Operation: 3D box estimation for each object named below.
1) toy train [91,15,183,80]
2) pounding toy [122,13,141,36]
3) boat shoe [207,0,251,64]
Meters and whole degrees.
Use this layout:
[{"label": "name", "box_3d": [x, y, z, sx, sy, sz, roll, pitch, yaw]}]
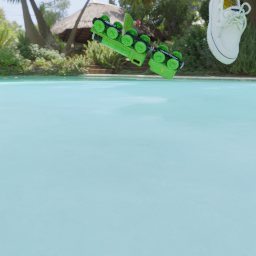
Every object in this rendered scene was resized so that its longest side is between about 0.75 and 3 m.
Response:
[{"label": "toy train", "box_3d": [0.174, -1.836, 6.457, 2.300, 0.648, 0.480, 27, 49, 0]}, {"label": "pounding toy", "box_3d": [0.137, -4.115, 11.896, 0.702, 1.168, 1.513, 8, 56, 0]}, {"label": "boat shoe", "box_3d": [3.095, -3.260, 8.368, 0.986, 2.670, 1.138, 15, -26, -13]}]
